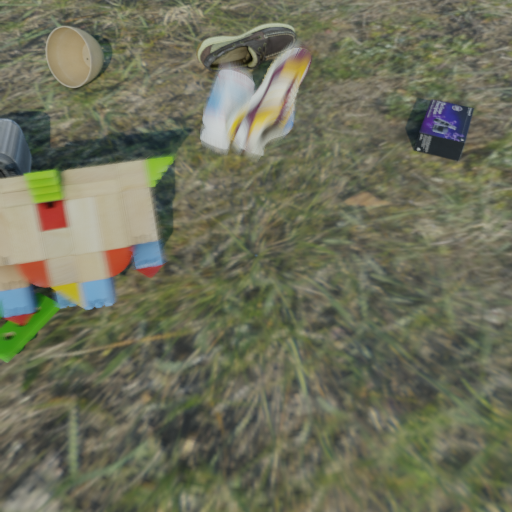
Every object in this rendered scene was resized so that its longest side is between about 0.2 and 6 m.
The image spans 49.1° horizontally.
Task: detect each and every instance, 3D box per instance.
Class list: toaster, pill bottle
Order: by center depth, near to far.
[{"bbox_3d":[-0.554,-2.664,10.247,0.704,0.704,1.294,20,90,18],"label":"pill bottle"},{"bbox_3d":[-5.084,-1.660,10.258,2.314,1.315,1.495,-10,46,-4],"label":"toaster"}]

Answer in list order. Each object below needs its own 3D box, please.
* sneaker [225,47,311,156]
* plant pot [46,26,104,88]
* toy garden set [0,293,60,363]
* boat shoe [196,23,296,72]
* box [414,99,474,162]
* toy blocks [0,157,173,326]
[{"bbox_3d":[0.382,-2.315,8.542,0.823,0.684,1.826,39,89,27],"label":"sneaker"},{"bbox_3d":[-4.115,-4.695,13.161,1.328,1.328,0.891,20,30,18],"label":"plant pot"},{"bbox_3d":[-4.045,0.466,8.933,2.437,0.486,2.032,23,54,20],"label":"toy garden set"},{"bbox_3d":[-0.146,-4.934,13.602,2.523,0.924,0.818,-18,59,-9],"label":"boat shoe"},{"bbox_3d":[3.936,-2.643,11.700,0.937,0.524,1.328,18,50,12],"label":"box"},{"bbox_3d":[-2.546,-0.155,7.936,3.028,2.070,1.513,-10,8,-10],"label":"toy blocks"}]
